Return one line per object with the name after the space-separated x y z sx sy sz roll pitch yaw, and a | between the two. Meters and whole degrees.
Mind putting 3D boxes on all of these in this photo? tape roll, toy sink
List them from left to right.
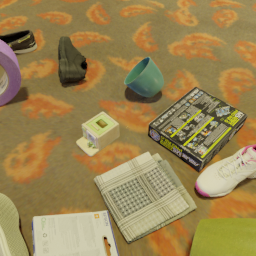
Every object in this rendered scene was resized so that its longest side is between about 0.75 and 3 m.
-5.451 -2.005 10.261 2.817 2.817 0.924 -18 51 -15 | tape roll
-1.075 0.181 9.716 1.345 0.753 0.877 -35 57 -27 | toy sink

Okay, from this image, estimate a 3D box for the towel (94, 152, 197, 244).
0.504 1.900 8.412 2.396 0.414 2.307 -21 52 -19 | towel

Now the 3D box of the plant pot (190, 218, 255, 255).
2.835 3.090 6.322 2.651 2.480 2.480 10 48 26 | plant pot

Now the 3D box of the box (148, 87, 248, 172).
2.488 -0.103 10.049 2.306 0.637 2.879 36 58 27 | box

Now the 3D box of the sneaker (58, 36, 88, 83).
-2.490 -3.049 12.547 1.283 1.074 2.827 -2 55 -15 | sneaker

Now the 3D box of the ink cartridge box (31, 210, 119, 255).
-1.296 3.185 7.113 2.096 0.425 2.092 3 45 -26 | ink cartridge box

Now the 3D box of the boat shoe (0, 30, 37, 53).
-5.945 -3.997 13.301 3.007 0.905 1.072 -16 51 -14 | boat shoe

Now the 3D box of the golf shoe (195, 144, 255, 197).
3.287 1.148 8.550 2.767 1.266 1.042 -23 53 -17 | golf shoe

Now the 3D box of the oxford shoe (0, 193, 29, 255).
-3.340 2.754 7.477 0.695 0.905 2.408 -44 52 10 | oxford shoe

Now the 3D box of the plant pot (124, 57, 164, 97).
0.738 -1.904 11.142 1.133 1.412 1.412 41 47 -22 | plant pot
